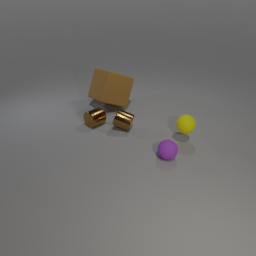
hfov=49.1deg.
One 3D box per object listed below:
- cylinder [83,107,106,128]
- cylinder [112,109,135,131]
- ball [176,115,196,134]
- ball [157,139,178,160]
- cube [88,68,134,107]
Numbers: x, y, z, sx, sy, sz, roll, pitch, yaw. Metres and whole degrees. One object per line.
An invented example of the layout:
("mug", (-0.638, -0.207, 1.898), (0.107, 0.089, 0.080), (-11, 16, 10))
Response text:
("cylinder", (-1.382, -0.437, 11.703), (0.700, 0.700, 0.700), (25, 38, 37))
("cylinder", (-0.181, -0.333, 11.321), (0.700, 0.700, 0.700), (23, 32, 2))
("ball", (2.132, -0.136, 10.313), (0.700, 0.700, 0.700), (0, 29, 0))
("ball", (1.359, 0.741, 9.579), (0.700, 0.700, 0.700), (0, 29, 0))
("cube", (-0.803, -1.877, 12.993), (1.400, 1.400, 1.400), (8, 11, -38))
